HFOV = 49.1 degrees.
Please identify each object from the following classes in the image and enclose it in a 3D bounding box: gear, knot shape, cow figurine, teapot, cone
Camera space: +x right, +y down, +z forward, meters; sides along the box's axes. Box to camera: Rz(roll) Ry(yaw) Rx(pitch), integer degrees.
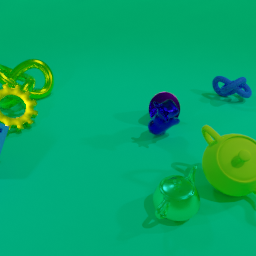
[{"bbox_3d":[-3.123,-0.538,7.552,1.312,0.243,1.312,14,62,-28],"label":"gear"},{"bbox_3d":[3.305,-1.310,8.852,1.274,0.589,1.192,11,4,15],"label":"knot shape"},{"bbox_3d":[0.823,-0.223,6.882,1.086,1.104,0.606,-2,54,-53],"label":"cow figurine"},{"bbox_3d":[0.914,1.195,5.130,0.872,0.686,1.402,21,38,34],"label":"teapot"},{"bbox_3d":[0.896,-0.560,8.168,0.941,0.941,0.944,-9,6,-14],"label":"cone"},{"bbox_3d":[2.151,0.706,5.404,1.247,0.982,2.005,-38,71,-10],"label":"teapot"},{"bbox_3d":[-3.465,-1.371,8.875,2.016,0.931,1.886,8,49,-6],"label":"knot shape"}]

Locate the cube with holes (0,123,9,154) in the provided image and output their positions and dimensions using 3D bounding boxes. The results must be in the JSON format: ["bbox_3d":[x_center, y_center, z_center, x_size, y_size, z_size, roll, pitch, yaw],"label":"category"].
[{"bbox_3d":[-3.111,0.337,5.566,0.913,0.913,0.913,28,51,-35],"label":"cube with holes"}]
